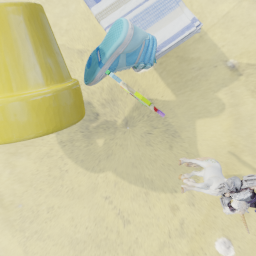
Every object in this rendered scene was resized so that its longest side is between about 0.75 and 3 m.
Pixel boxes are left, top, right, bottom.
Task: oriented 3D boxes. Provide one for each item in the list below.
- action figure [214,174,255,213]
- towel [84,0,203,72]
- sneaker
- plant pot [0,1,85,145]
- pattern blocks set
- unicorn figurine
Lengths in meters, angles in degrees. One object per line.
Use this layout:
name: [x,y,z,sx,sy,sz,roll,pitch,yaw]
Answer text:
action figure: [2.138,1.227,4.738,1.498,0.974,0.519,33,62,-22]
towel: [0.285,-2.980,7.202,2.043,0.331,2.782,-35,76,2]
sneaker: [-0.111,-1.493,6.475,1.318,2.019,0.803,10,60,-33]
plant pot: [-2.100,-1.058,5.199,2.286,2.286,2.150,-9,108,-1]
pattern blocks set: [0.129,-0.551,4.654,1.215,1.068,0.098,36,96,-16]
unicorn figurine: [1.809,1.196,6.100,1.333,0.717,1.940,2,41,4]
